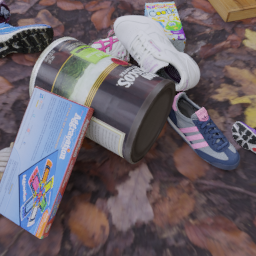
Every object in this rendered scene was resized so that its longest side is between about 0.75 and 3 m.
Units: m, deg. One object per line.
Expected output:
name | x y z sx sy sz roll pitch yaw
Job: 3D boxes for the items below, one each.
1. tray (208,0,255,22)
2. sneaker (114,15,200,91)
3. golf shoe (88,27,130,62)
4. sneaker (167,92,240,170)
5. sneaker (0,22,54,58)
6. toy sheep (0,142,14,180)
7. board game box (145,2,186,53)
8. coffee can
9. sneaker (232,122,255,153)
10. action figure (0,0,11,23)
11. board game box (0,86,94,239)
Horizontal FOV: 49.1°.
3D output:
tray | 3.827 -5.200 10.877 1.327 0.498 2.690 -13 57 -9
sneaker | 0.672 -2.055 7.524 2.867 1.073 1.428 40 35 8
golf shoe | -0.516 -2.312 8.641 1.108 0.874 2.406 32 62 22
sneaker | 1.868 0.044 6.970 0.814 0.951 2.320 -35 63 -25
sneaker | -3.695 -3.036 9.091 2.507 0.985 1.117 -12 59 -8
toy sheep | -2.806 0.812 6.643 0.702 0.702 1.018 1 57 1
board game box | 1.146 -3.093 9.098 0.989 1.007 1.920 -5 56 -3
coffee can | -0.586 -0.707 6.794 2.847 2.083 2.083 27 60 18
sneaker | 3.309 0.314 7.156 1.403 0.565 0.585 39 48 14
action figure | -5.032 -4.291 9.781 1.274 1.416 1.902 -37 77 -16
board game box | -1.844 0.685 5.941 1.465 0.277 2.845 22 93 22
